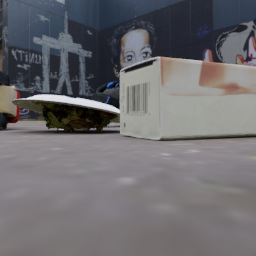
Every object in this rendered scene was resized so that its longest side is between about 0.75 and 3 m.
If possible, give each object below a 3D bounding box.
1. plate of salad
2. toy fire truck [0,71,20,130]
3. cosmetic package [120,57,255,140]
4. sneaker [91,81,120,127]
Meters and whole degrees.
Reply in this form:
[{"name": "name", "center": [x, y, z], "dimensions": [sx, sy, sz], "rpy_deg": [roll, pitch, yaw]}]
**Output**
[{"name": "plate of salad", "center": [-1.032, -0.191, 5.420], "dimensions": [2.305, 0.554, 2.305], "rpy_deg": [8, -5, 1]}, {"name": "toy fire truck", "center": [-3.769, -0.639, 7.012], "dimensions": [2.260, 1.652, 2.568], "rpy_deg": [-1, -9, -7]}, {"name": "cosmetic package", "center": [1.103, -0.373, 4.023], "dimensions": [2.237, 0.976, 1.156], "rpy_deg": [-1, 2, -27]}, {"name": "sneaker", "center": [-0.115, -0.816, 9.299], "dimensions": [0.942, 1.443, 2.579], "rpy_deg": [16, 13, 36]}]
